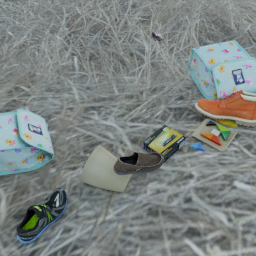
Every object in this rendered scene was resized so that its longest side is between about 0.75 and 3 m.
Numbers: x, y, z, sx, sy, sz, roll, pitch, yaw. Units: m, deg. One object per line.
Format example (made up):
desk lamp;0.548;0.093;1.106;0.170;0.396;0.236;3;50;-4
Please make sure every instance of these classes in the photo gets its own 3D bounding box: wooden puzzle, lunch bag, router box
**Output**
wooden puzzle;3.500;0.203;11.299;1.551;0.269;2.299;22;48;22
lunch bag;4.563;-2.569;13.127;2.536;1.815;2.977;-13;52;-13
lunch bag;-4.081;0.458;10.142;2.534;1.545;2.159;-9;43;-23
router box;1.399;0.577;10.824;1.092;0.363;1.389;33;53;30

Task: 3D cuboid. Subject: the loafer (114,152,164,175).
loafer;0.374;1.032;8.529;1.619;0.575;0.591;-11;45;-20

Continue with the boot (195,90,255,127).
boot;4.183;-1.041;11.715;2.613;1.401;0.980;11;32;12

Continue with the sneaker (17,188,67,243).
sneaker;-2.542;2.550;8.437;0.682;0.797;1.924;25;49;22

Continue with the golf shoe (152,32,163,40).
golf shoe;1.824;-5.771;17.593;0.391;0.308;0.848;-17;52;-36

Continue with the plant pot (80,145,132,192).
plant pot;-0.641;1.487;9.342;1.441;1.350;1.350;27;48;6
